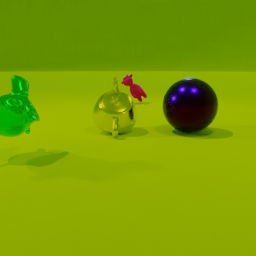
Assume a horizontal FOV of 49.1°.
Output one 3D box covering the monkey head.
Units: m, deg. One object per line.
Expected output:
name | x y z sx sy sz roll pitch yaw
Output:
monkey head | -2.043 -0.357 4.830 0.820 0.979 1.362 -20 -27 24

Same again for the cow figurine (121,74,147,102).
cow figurine | 0.254 -1.735 12.024 1.102 0.615 1.120 58 14 28

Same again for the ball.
ball | 1.483 -0.537 6.719 1.305 1.305 1.305 0 12 0

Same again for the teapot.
teapot | -0.308 -0.483 6.749 1.098 0.865 1.766 2 49 -5
